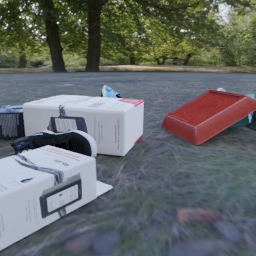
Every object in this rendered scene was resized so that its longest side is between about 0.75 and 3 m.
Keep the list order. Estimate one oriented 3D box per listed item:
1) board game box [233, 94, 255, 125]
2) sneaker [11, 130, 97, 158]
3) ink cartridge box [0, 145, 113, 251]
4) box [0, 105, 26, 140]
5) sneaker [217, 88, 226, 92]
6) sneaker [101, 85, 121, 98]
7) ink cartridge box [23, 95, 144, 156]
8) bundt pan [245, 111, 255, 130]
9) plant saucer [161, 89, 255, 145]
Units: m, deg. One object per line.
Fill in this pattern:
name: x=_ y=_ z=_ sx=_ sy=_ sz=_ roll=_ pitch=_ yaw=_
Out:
board game box: x=3.045 y=-0.542 z=8.892 sx=1.678 sy=0.394 sz=1.267 roll=-3 pitch=30 yaw=35
sneaker: x=-1.619 y=0.499 z=5.641 sx=1.957 sy=0.715 sz=1.095 roll=1 pitch=15 yaw=41
ink cartridge box: x=-1.306 y=0.808 z=4.166 sx=1.196 sy=0.700 sz=2.062 roll=10 pitch=17 yaw=36
box: x=-3.088 y=-0.218 z=8.121 sx=1.321 sy=0.820 sz=1.331 roll=-1 pitch=14 yaw=-11
sneaker: x=4.737 y=-1.570 z=14.207 sx=0.697 sy=0.660 sz=1.696 roll=13 pitch=28 yaw=28
sneaker: x=-0.845 y=-1.456 z=13.631 sx=0.983 sy=0.857 sz=2.185 roll=12 pitch=20 yaw=-7
ink cartridge box: x=-1.059 y=-0.173 z=7.275 sx=2.595 sy=1.095 sz=1.879 roll=5 pitch=14 yaw=16
bundt pan: x=4.864 y=-0.393 z=8.888 sx=2.111 sy=0.792 sz=2.111 roll=0 pitch=15 yaw=0
plant saucer: x=2.267 y=-0.487 z=8.185 sx=2.220 sy=0.407 sz=2.215 roll=-30 pitch=21 yaw=-9
